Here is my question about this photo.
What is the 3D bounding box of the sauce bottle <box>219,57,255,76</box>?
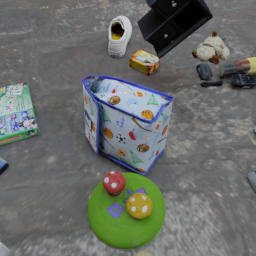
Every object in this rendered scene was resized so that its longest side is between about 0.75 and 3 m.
[{"bbox_3d":[4.970,-2.551,11.737,2.312,0.763,0.763,-8,52,-6],"label":"sauce bottle"}]

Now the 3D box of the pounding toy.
[{"bbox_3d":[-0.099,2.228,7.473,2.251,1.353,2.916,7,51,6],"label":"pounding toy"}]

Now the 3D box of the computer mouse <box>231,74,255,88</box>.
[{"bbox_3d":[4.973,-1.715,11.357,1.565,0.360,1.099,-7,63,-6],"label":"computer mouse"}]

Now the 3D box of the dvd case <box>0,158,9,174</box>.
[{"bbox_3d":[-5.414,1.237,9.009,2.573,0.226,1.836,27,57,20],"label":"dvd case"}]

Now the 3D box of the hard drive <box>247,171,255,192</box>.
[{"bbox_3d":[4.432,1.902,8.391,1.069,0.335,1.585,-12,52,-9],"label":"hard drive"}]

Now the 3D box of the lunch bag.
[{"bbox_3d":[-0.265,-0.175,8.722,2.766,2.352,1.713,26,46,22],"label":"lunch bag"}]

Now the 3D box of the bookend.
[{"bbox_3d":[1.119,-3.732,9.102,2.302,2.316,1.067,-33,59,30],"label":"bookend"}]

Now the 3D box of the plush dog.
[{"bbox_3d":[2.306,-2.212,7.957,0.987,0.792,0.848,23,63,29],"label":"plush dog"}]

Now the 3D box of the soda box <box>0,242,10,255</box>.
[{"bbox_3d":[-3.665,3.839,6.587,0.759,0.705,2.223,8,51,6],"label":"soda box"}]

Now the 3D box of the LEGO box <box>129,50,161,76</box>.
[{"bbox_3d":[0.734,-2.851,12.172,1.111,0.429,0.828,30,57,22],"label":"LEGO box"}]

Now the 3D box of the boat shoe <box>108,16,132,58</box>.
[{"bbox_3d":[-0.421,-4.641,13.222,1.058,1.042,2.984,7,51,5],"label":"boat shoe"}]

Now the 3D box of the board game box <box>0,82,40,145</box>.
[{"bbox_3d":[-4.389,-0.577,10.368,1.752,0.379,2.604,-17,53,-12],"label":"board game box"}]

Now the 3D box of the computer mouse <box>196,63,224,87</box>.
[{"bbox_3d":[3.488,-2.322,11.809,1.029,0.337,1.466,0,51,1],"label":"computer mouse"}]
